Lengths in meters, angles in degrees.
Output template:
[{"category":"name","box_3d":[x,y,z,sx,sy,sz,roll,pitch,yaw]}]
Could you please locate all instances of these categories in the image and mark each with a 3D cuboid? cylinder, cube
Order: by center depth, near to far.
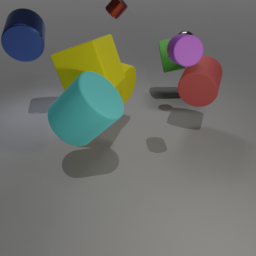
[{"category":"cylinder","box_3d":[1.338,-1.856,6.658,0.700,0.700,0.700,-3,20,-5]},{"category":"cylinder","box_3d":[-1.063,-0.463,7.082,1.400,1.400,1.400,33,37,-29]},{"category":"cube","box_3d":[-1.094,-1.759,8.162,1.400,1.400,1.400,-11,21,22]},{"category":"cylinder","box_3d":[-0.625,-1.694,9.995,1.400,1.400,1.400,20,35,19]},{"category":"cylinder","box_3d":[-3.702,-3.329,10.032,1.400,1.400,1.400,-6,44,-9]},{"category":"cylinder","box_3d":[2.648,-1.721,10.237,1.400,1.400,1.400,11,42,18]},{"category":"cylinder","box_3d":[-0.496,-5.198,12.069,0.700,0.700,0.700,37,28,-24]},{"category":"cylinder","box_3d":[2.159,-3.289,12.437,1.400,1.400,1.400,-10,29,10]}]

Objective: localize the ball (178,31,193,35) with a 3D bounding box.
[{"category":"ball","box_3d":[2.014,-3.059,9.883,0.700,0.700,0.700,0,30,0]}]
